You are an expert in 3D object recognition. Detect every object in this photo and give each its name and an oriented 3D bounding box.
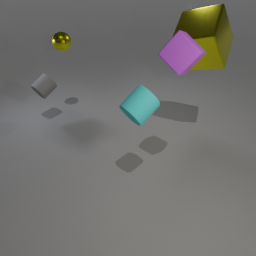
[{"bbox_3d":[-3.219,-1.604,10.752,0.700,0.700,0.700,28,71,37],"label":"cylinder"},{"bbox_3d":[0.273,-0.529,6.632,0.700,0.700,0.700,-47,45,-6],"label":"cylinder"},{"bbox_3d":[1.243,-1.708,6.408,0.700,0.700,0.700,47,26,5],"label":"cube"},{"bbox_3d":[-2.430,-3.168,10.273,0.700,0.700,0.700,0,31,0],"label":"ball"},{"bbox_3d":[2.424,-2.857,9.035,1.400,1.400,1.400,4,61,36],"label":"cube"}]
